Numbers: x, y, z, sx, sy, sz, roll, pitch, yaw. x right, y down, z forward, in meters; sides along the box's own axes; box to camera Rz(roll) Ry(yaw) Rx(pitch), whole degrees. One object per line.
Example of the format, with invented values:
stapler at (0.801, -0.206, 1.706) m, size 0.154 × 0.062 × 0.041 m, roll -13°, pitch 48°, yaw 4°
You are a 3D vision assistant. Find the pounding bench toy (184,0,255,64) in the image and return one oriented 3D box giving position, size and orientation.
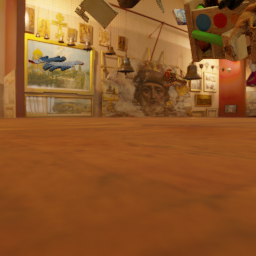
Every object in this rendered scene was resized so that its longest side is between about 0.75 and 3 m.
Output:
pounding bench toy at (2.580, -2.741, 7.699) m, size 2.245 × 1.788 × 2.878 m, roll 13°, pitch 40°, yaw 43°

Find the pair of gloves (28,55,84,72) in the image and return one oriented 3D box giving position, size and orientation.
pair of gloves at (-2.574, -2.301, 9.924) m, size 1.860 × 0.212 × 1.495 m, roll 23°, pitch 31°, yaw 36°

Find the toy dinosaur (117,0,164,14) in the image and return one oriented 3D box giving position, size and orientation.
toy dinosaur at (0.174, -3.034, 5.809) m, size 0.997 × 1.325 × 2.591 m, roll 40°, pitch -9°, yaw -28°

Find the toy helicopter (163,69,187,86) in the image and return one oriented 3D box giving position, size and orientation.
toy helicopter at (2.084, -2.123, 12.469) m, size 1.114 × 0.736 × 0.439 m, roll 21°, pitch 37°, yaw 11°

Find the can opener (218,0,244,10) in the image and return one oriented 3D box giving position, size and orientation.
can opener at (2.445, -2.910, 6.235) m, size 0.493 × 0.398 × 1.255 m, roll -42°, pitch 7°, yaw 2°

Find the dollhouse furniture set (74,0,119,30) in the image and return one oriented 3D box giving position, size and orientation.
dollhouse furniture set at (-0.791, -3.451, 7.883) m, size 0.882 × 1.245 × 1.355 m, roll 38°, pitch 22°, yaw -23°

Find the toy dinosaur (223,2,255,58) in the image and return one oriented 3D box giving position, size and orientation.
toy dinosaur at (2.019, -1.844, 4.444) m, size 0.501 × 1.657 × 0.880 m, roll 49°, pitch -23°, yaw -26°

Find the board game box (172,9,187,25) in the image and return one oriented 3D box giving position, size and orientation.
board game box at (2.185, -4.305, 10.859) m, size 0.769 × 0.766 × 0.167 m, roll -7°, pitch -29°, yaw -16°
